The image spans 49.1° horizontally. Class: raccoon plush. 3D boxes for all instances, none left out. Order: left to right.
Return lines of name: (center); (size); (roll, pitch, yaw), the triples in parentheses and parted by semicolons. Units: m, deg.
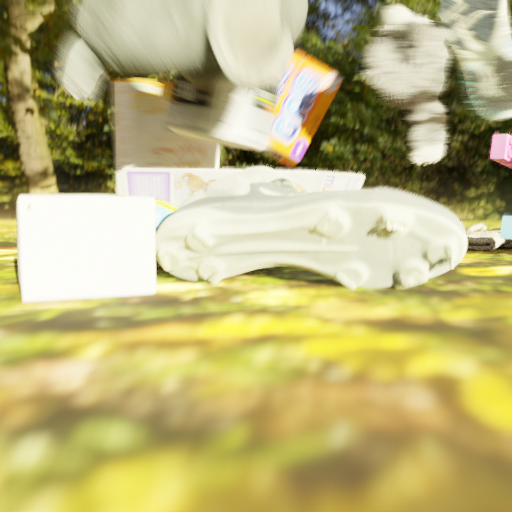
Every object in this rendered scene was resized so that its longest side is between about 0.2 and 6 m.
raccoon plush: (2.592, -2.957, 9.645); (1.257, 2.597, 1.740); (2, 17, 16)

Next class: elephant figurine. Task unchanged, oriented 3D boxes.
elephant figurine: (-0.316, -2.764, 6.327); (2.932, 2.075, 2.275); (16, -44, -26)

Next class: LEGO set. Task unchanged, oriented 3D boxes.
LEGO set: (5.499, -0.751, 9.193); (1.777, 1.651, 4.330); (9, 3, 44)

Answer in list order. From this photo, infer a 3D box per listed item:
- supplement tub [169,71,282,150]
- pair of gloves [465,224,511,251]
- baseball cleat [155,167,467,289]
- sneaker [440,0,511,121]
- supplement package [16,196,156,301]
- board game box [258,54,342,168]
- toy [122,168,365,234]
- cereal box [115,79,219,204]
supplement tub: (-0.338, -2.960, 8.357); (1.556, 2.540, 1.556); (12, 9, -2)
pair of gloves: (4.129, -0.430, 11.688); (2.284, 0.471, 2.686); (-4, 5, -41)
baseball cleat: (0.463, -0.428, 5.481); (2.959, 1.032, 1.575); (1, 38, 15)
sneaker: (3.716, -3.372, 9.197); (0.980, 2.525, 1.090); (-12, -7, 29)
supplement package: (-1.537, -0.103, 4.971); (1.079, 0.830, 1.129); (-2, 5, -23)
board game box: (0.472, -3.181, 12.001); (1.833, 1.834, 1.832); (28, 3, -4)
toy: (-0.194, -0.322, 6.958); (2.820, 0.666, 1.624); (3, -34, -7)
cereal box: (-1.594, -1.692, 10.467); (0.587, 2.972, 2.138); (14, 19, 38)
